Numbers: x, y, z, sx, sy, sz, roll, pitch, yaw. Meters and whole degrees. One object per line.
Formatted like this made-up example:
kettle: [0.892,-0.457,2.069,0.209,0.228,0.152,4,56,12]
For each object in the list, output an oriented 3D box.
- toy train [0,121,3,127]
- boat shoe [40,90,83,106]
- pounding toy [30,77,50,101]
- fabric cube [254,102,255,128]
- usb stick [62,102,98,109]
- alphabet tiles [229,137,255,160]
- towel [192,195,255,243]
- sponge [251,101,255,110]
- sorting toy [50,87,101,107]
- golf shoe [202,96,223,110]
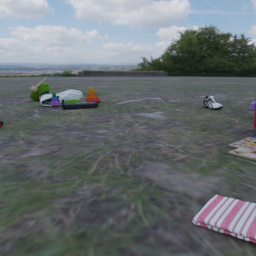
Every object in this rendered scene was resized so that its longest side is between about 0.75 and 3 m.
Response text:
toy train: [-3.820,-0.073,8.153,0.228,0.170,0.997,10,9,-13]
boat shoe: [-2.954,-1.226,12.501,1.892,0.696,0.632,-11,27,-5]
pounding toy: [-4.327,-1.746,14.270,1.137,0.684,1.473,-39,-9,-23]
fabric cube: [5.283,-1.161,6.624,2.988,2.941,2.998,-2,13,-9]
usb stick: [-2.033,-0.958,11.866,1.507,0.246,0.418,-5,4,-23]
alphabet tiles: [2.888,0.457,5.985,1.563,0.059,1.307,-11,17,-42]
towel: [1.320,1.053,3.165,0.999,0.149,0.731,7,14,37]
sponge: [6.267,-0.875,11.374,2.156,0.322,1.203,9,15,35]
sorting toy: [-2.303,-1.388,12.294,2.215,0.763,0.768,-6,-4,-23]
golf shoe: [3.541,-1.070,11.769,0.442,0.538,1.138,-5,15,-25]
